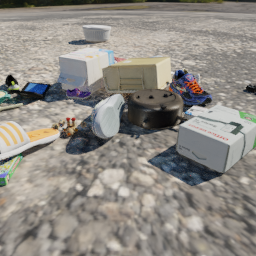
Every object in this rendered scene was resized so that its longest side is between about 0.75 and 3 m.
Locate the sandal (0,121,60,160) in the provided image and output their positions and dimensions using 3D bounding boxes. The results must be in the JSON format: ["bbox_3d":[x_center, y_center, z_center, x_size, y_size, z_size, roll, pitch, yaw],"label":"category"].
[{"bbox_3d":[-3.097,0.160,7.747,1.076,0.805,2.809,9,18,29],"label":"sandal"}]

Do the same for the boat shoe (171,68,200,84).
[{"bbox_3d":[2.661,-2.573,13.489,1.862,0.645,0.659,22,35,36],"label":"boat shoe"}]

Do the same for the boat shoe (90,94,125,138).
[{"bbox_3d":[-0.779,-0.333,9.215,0.882,0.972,2.642,-13,18,19],"label":"boat shoe"}]

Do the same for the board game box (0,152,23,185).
[{"bbox_3d":[-3.769,1.000,7.172,1.748,0.254,1.176,0,27,0],"label":"board game box"}]

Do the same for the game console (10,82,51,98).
[{"bbox_3d":[-4.029,-1.664,11.637,1.217,0.709,1.071,7,-5,15],"label":"game console"}]

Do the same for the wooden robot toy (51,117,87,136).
[{"bbox_3d":[-1.893,0.002,8.871,1.163,0.512,0.528,1,39,2],"label":"wooden robot toy"}]

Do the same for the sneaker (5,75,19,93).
[{"bbox_3d":[-5.189,-2.107,12.581,0.581,0.671,1.622,-15,31,-26],"label":"sneaker"}]

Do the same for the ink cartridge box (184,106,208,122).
[{"bbox_3d":[2.388,-0.454,9.822,0.576,0.336,0.797,18,33,30],"label":"ink cartridge box"}]

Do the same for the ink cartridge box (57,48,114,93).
[{"bbox_3d":[-1.879,-2.572,12.556,1.544,1.504,2.402,14,31,26],"label":"ink cartridge box"}]

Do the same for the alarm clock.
[{"bbox_3d":[0.882,-0.889,10.100,1.936,0.955,2.870,-7,25,-12],"label":"alarm clock"}]

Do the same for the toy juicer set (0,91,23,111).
[{"bbox_3d":[-5.393,-1.141,10.810,2.321,0.632,1.476,20,34,32],"label":"toy juicer set"}]

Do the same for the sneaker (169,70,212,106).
[{"bbox_3d":[2.439,-1.638,11.320,0.985,1.026,2.616,-13,30,-21],"label":"sneaker"}]

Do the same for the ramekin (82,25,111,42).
[{"bbox_3d":[-2.492,-7.564,22.354,2.270,1.057,2.270,3,25,-1],"label":"ramekin"}]

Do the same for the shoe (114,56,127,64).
[{"bbox_3d":[-0.548,-3.627,15.561,0.812,0.638,1.786,-9,34,-19],"label":"shoe"}]

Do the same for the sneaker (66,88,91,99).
[{"bbox_3d":[-2.047,-1.450,11.600,1.037,0.433,0.418,1,30,0],"label":"sneaker"}]

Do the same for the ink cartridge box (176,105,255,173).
[{"bbox_3d":[2.622,0.204,7.972,1.565,0.887,2.134,25,36,38],"label":"ink cartridge box"}]

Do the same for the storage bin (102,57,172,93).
[{"bbox_3d":[0.467,-2.322,12.059,2.403,1.134,2.421,3,22,22],"label":"storage bin"}]

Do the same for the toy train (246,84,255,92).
[{"bbox_3d":[5.799,-1.559,11.984,0.365,0.272,1.594,-25,36,-32],"label":"toy train"}]
